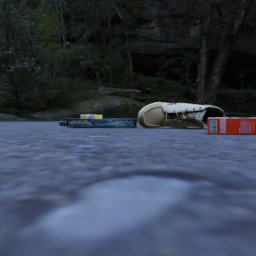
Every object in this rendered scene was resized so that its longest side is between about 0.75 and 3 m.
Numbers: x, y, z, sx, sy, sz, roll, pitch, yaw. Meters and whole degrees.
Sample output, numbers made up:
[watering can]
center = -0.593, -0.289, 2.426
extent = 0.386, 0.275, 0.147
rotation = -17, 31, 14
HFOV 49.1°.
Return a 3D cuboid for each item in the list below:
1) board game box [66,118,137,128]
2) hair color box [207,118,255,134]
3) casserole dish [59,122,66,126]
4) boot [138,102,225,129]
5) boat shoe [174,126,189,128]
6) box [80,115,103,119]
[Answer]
[board game box]
center = -0.939, -0.198, 10.997
extent = 2.592, 0.365, 1.753
rotation = 0, 2, 2
[hair color box]
center = 2.365, -0.052, 6.178
extent = 1.176, 0.376, 0.652
rotation = -1, 2, 14
[casserole dish]
center = -2.826, -0.200, 13.398
extent = 1.152, 0.223, 0.698
rotation = 1, 2, 43
[boot]
center = 1.802, -0.398, 9.616
extent = 2.524, 0.909, 1.952
rotation = -7, 11, -27
[boat shoe]
center = 1.977, -0.136, 10.935
extent = 0.839, 0.288, 0.238
rotation = 7, -1, 18
[box]
center = -2.212, -0.516, 17.308
extent = 0.921, 0.613, 2.446
rotation = 1, 1, 4
